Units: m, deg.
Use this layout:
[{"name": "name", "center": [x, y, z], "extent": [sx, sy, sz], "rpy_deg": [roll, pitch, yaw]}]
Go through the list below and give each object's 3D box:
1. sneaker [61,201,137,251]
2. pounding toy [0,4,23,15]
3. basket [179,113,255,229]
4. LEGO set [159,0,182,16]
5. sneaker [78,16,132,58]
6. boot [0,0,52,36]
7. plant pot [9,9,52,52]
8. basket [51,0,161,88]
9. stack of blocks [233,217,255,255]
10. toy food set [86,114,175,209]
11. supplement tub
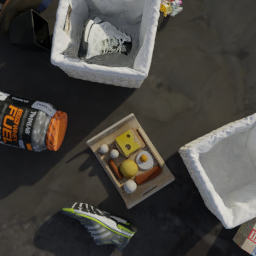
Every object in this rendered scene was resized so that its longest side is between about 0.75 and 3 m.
[{"name": "sneaker", "center": [-1.038, 3.184, 9.042], "extent": [2.523, 0.932, 1.021], "rpy_deg": [23, 91, 2]}, {"name": "pounding toy", "center": [-4.257, -5.261, 9.350], "extent": [1.995, 1.200, 2.585], "rpy_deg": [4, 117, -11]}, {"name": "basket", "center": [3.231, 1.157, 8.516], "extent": [2.539, 2.042, 2.516], "rpy_deg": [-27, 88, 0]}, {"name": "LEGO set", "center": [1.318, -4.420, 9.415], "extent": [0.680, 0.840, 1.827], "rpy_deg": [-16, 65, -16]}, {"name": "sneaker", "center": [-0.569, -2.606, 8.371], "extent": [1.443, 2.508, 0.946], "rpy_deg": [18, 125, -4]}, {"name": "boot", "center": [-3.326, -3.913, 9.142], "extent": [1.269, 0.978, 2.617], "rpy_deg": [25, 113, -29]}, {"name": "plant pot", "center": [-3.244, -3.075, 9.213], "extent": [0.966, 1.089, 1.086], "rpy_deg": [-7, 88, 13]}, {"name": "basket", "center": [-0.568, -2.815, 8.558], "extent": [2.763, 2.222, 2.738], "rpy_deg": [9, 88, 1]}, {"name": "stack of blocks", "center": [4.790, 3.077, 9.095], "extent": [1.460, 0.743, 2.536], "rpy_deg": [32, 88, 1]}, {"name": "toy food set", "center": [0.072, 1.057, 9.135], "extent": [1.838, 0.774, 2.562], "rpy_deg": [-33, 88, 0]}, {"name": "supplement tub", "center": [-3.346, -0.185, 8.791], "extent": [2.594, 1.589, 1.589], "rpy_deg": [13, 88, 1]}]
